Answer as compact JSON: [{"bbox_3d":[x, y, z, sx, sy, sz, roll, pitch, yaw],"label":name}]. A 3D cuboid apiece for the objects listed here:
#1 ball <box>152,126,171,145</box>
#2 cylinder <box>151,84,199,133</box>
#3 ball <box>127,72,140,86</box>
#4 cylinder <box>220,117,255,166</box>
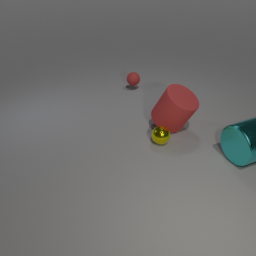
[{"bbox_3d":[1.224,0.265,10.391,0.700,0.700,0.700,0,31,0],"label":"ball"},{"bbox_3d":[1.816,-0.756,10.952,1.400,1.400,1.400,16,45,-17],"label":"cylinder"},{"bbox_3d":[0.281,-2.563,14.628,0.700,0.700,0.700,0,31,0],"label":"ball"},{"bbox_3d":[4.098,0.412,9.365,1.400,1.400,1.400,-15,34,-19],"label":"cylinder"}]
